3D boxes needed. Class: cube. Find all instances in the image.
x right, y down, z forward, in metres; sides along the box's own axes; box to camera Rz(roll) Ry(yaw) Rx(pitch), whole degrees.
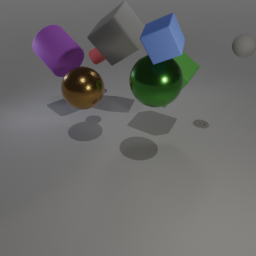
[{"bbox_3d":[0.774,-1.955,6.153,0.700,0.700,0.700,-13,38,29],"label":"cube"},{"bbox_3d":[1.332,-1.847,9.580,1.400,1.400,1.400,41,41,0],"label":"cube"},{"bbox_3d":[-0.353,-3.447,10.275,1.400,1.400,1.400,-22,33,38],"label":"cube"}]

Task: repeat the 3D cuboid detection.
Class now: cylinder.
[{"bbox_3d":[-2.616,-2.896,10.589,1.400,1.400,1.400,-28,69,-40],"label":"cylinder"},{"bbox_3d":[-1.340,-3.399,12.946,0.700,0.700,0.700,-24,20,26],"label":"cylinder"}]

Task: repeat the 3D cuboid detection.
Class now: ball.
[{"bbox_3d":[-1.473,-1.305,9.184,1.400,1.400,1.400,0,30,0],"label":"ball"},{"bbox_3d":[0.734,-1.237,7.321,1.400,1.400,1.400,0,30,0],"label":"ball"},{"bbox_3d":[3.488,-2.470,8.392,0.700,0.700,0.700,0,30,0],"label":"ball"}]
